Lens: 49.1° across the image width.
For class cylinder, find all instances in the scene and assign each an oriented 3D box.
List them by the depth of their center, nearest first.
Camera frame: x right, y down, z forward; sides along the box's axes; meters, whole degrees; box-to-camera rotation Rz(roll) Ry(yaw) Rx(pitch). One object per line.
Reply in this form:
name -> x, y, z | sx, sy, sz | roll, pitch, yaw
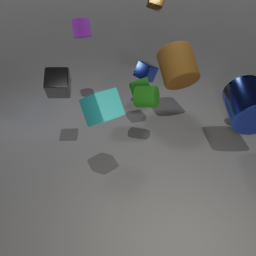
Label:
cylinder -> 3.889, -0.735, 9.017 | 1.400, 1.400, 1.400 | 0, 50, -1
cylinder -> 0.603, -1.020, 9.127 | 0.700, 0.700, 0.700 | 2, 30, 23
cylinder -> 1.948, -2.401, 10.895 | 1.400, 1.400, 1.400 | -9, 74, -14
cylinder -> -1.829, -3.929, 11.030 | 0.700, 0.700, 0.700 | -5, 15, 1

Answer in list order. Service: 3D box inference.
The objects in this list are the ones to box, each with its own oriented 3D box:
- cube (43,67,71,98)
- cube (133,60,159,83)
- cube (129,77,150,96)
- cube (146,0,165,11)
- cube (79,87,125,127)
cube -> -2.107, -1.351, 8.425 | 0.700, 0.700, 0.700 | -1, 69, -5
cube -> 0.774, -2.455, 12.214 | 0.700, 0.700, 0.700 | 35, 23, 28
cube -> 0.486, -1.474, 10.782 | 0.700, 0.700, 0.700 | -19, 0, -1
cube -> 1.315, -5.996, 13.097 | 0.700, 0.700, 0.700 | 15, 3, -8
cube -> -0.628, -0.500, 6.764 | 0.700, 0.700, 0.700 | -22, 5, -42
